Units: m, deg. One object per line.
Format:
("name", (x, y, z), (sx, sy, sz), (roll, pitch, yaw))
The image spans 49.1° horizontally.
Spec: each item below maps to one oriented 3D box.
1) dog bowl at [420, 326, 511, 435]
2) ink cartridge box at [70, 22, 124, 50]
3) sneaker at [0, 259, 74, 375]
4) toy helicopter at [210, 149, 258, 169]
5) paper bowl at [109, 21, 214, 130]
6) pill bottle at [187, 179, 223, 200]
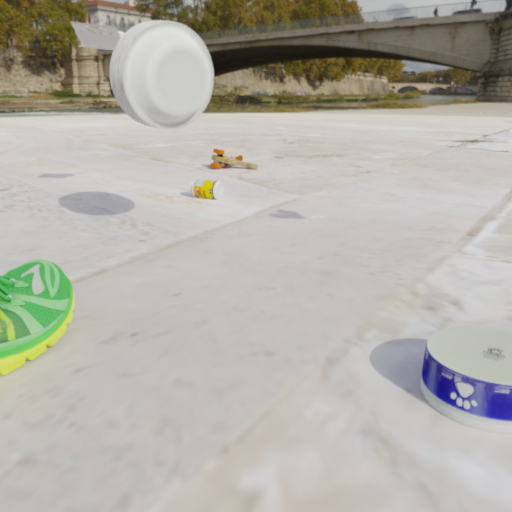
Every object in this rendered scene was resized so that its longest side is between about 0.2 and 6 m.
("dog bowl", (2.082, 1.057, 4.984), (1.161, 0.457, 1.161), (0, 18, 0))
("ink cartridge box", (-2.982, -4.263, 10.679), (0.852, 0.265, 1.058), (4, -6, -3))
("sneaker", (-2.764, 0.519, 5.351), (1.115, 1.258, 3.010), (4, 17, 15))
("toy helicopter", (-0.681, -2.996, 17.980), (1.533, 0.605, 1.014), (14, 10, 8))
("paper bowl", (-1.316, -2.662, 8.342), (1.550, 1.550, 0.806), (-13, 26, -36))
("pill bottle", (-1.230, -1.603, 13.433), (0.826, 0.451, 0.451), (8, 19, 24))
